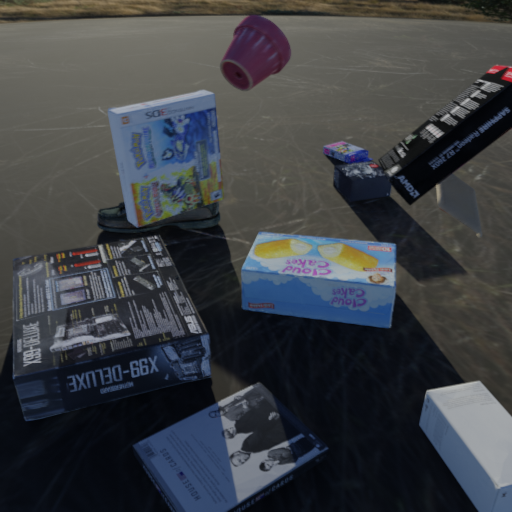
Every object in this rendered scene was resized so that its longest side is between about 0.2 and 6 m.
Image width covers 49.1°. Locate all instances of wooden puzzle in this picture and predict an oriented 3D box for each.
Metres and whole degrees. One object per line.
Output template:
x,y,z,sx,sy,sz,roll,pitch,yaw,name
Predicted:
3.454,-0.982,9.700,1.195,0.223,1.106,32,46,-25,wooden puzzle

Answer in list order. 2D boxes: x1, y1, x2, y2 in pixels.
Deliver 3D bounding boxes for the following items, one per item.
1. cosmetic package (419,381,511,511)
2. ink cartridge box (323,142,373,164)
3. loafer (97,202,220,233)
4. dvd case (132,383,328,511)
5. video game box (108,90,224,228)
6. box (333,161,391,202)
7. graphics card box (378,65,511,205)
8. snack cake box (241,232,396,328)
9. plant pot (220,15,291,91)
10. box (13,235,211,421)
2.748,2.307,6.779,0.835,0.658,1.552,-6,31,-12,cosmetic package
2.707,-3.032,16.520,0.797,0.280,1.336,-20,37,-30,ink cartridge box
-2.188,-1.106,12.528,2.746,0.864,0.987,-3,30,-5,loafer
-0.319,2.437,6.978,1.970,0.244,1.480,-20,36,-30,dvd case
-1.092,-1.248,7.144,1.344,1.475,0.345,-21,33,-27,video game box
2.690,-1.906,14.200,1.140,0.594,1.038,-10,32,-16,box
2.853,-1.767,8.076,2.232,0.568,1.400,-38,14,17,graphics card box
1.137,0.373,9.947,2.573,0.865,1.480,6,29,11,snack cake box
-0.113,-4.451,12.588,1.377,1.377,1.232,24,67,35,plant pot
-2.452,0.911,9.027,2.646,0.835,3.356,-11,32,-18,box
